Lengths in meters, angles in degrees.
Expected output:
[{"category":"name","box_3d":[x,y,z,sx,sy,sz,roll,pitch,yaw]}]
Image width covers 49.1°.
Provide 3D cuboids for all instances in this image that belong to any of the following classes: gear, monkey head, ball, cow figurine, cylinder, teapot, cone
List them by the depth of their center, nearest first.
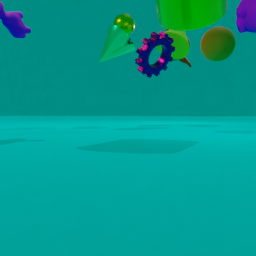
[{"category":"cylinder","box_3d":[1.019,-2.461,4.668,1.209,1.209,1.209,-10,44,9]},{"category":"monkey head","box_3d":[3.450,-3.164,7.682,0.910,1.510,1.086,1,40,18]},{"category":"cow figurine","box_3d":[-3.320,-2.963,7.765,0.578,1.053,1.036,-26,8,27]},{"category":"gear","box_3d":[0.861,-2.287,8.786,1.404,1.404,0.260,-2,34,-41]},{"category":"cone","box_3d":[-0.583,-2.634,9.476,1.171,1.175,1.171,40,-9,7]},{"category":"cone","box_3d":[1.693,-3.210,9.628,1.178,1.183,1.178,19,-26,10]},{"category":"ball","box_3d":[-0.155,-3.897,10.607,0.834,0.834,0.834,0,3,0]},{"category":"teapot","box_3d":[2.035,-3.283,11.472,1.213,1.951,0.955,-40,33,0]},{"category":"ball","box_3d":[3.695,-3.447,11.526,1.377,1.377,1.377,0,3,0]}]
